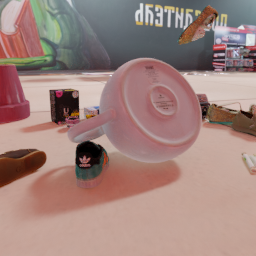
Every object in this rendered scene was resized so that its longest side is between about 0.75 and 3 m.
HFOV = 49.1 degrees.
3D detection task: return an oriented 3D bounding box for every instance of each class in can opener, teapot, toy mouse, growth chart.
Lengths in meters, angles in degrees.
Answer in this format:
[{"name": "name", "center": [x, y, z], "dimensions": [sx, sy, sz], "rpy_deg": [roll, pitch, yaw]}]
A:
[{"name": "can opener", "center": [2.217, -1.136, 12.692], "dimensions": [2.913, 0.777, 0.974], "rpy_deg": [0, 14, 4]}, {"name": "teapot", "center": [0.293, -0.236, 6.878], "dimensions": [2.679, 2.645, 1.957], "rpy_deg": [33, -35, -15]}, {"name": "toy mouse", "center": [-1.551, -0.138, 9.629], "dimensions": [1.950, 0.377, 1.733], "rpy_deg": [6, 15, 23]}, {"name": "growth chart", "center": [3.577, 0.854, 6.269], "dimensions": [1.839, 0.163, 1.331], "rpy_deg": [5, 16, 16]}]

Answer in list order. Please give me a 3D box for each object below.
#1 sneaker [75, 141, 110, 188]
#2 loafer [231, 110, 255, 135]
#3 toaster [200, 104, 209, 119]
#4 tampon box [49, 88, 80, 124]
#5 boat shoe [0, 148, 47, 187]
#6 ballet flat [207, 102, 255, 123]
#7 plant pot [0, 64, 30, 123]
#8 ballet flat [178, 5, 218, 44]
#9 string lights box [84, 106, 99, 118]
[{"name": "sneaker", "center": [-0.759, 0.580, 6.125], "dimensions": [0.673, 0.753, 1.884], "rpy_deg": [-1, 14, -2]}, {"name": "loafer", "center": [4.243, -0.106, 8.843], "dimensions": [0.799, 0.709, 2.102], "rpy_deg": [-12, 19, -38]}, {"name": "toaster", "center": [2.531, -0.667, 11.167], "dimensions": [0.957, 0.628, 1.058], "rpy_deg": [-9, 17, -30]}, {"name": "tampon box", "center": [-2.408, -0.844, 10.656], "dimensions": [0.915, 1.221, 0.771], "rpy_deg": [-10, 18, -33]}, {"name": "boat shoe", "center": [-2.466, 0.781, 5.801], "dimensions": [0.576, 0.577, 1.639], "rpy_deg": [10, 10, 26]}, {"name": "ballet flat", "center": [4.224, -0.525, 10.207], "dimensions": [2.574, 0.910, 0.910], "rpy_deg": [6, 16, 19]}, {"name": "plant pot", "center": [-5.231, -1.450, 11.216], "dimensions": [2.378, 2.129, 2.378], "rpy_deg": [0, 15, 0]}, {"name": "ballet flat", "center": [2.877, -4.031, 11.161], "dimensions": [0.812, 0.812, 2.297], "rpy_deg": [16, 58, 46]}, {"name": "string lights box", "center": [-0.894, -0.628, 11.313], "dimensions": [1.584, 0.467, 0.814], "rpy_deg": [-8, 17, -29]}]
